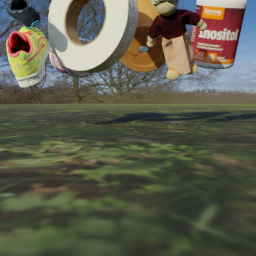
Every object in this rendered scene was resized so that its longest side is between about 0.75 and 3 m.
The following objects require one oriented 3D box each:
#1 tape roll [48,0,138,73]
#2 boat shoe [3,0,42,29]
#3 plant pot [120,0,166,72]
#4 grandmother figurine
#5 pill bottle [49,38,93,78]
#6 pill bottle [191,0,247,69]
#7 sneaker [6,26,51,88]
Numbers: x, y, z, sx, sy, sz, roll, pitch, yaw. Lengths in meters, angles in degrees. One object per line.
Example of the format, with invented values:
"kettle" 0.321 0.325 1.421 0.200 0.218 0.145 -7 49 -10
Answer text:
"tape roll" -1.119 -3.113 8.103 3.030 3.030 0.554 4 3 33
"boat shoe" -2.914 -3.345 7.715 1.786 0.613 0.751 33 70 36
"plant pot" 0.577 -3.365 10.324 2.721 2.721 1.904 0 48 0
"grandmother figurine" 1.215 -2.445 7.176 1.560 2.573 0.779 -20 47 10
"pill bottle" -2.245 -2.810 10.995 1.419 1.419 2.528 -4 17 -31
"pill bottle" 2.855 -3.350 8.933 1.515 2.682 1.515 2 26 -1
"sneaker" -2.820 -2.306 7.786 0.985 1.138 2.520 -19 49 1
